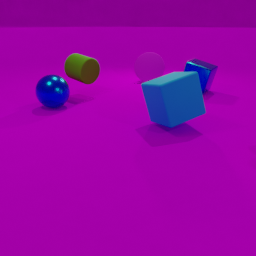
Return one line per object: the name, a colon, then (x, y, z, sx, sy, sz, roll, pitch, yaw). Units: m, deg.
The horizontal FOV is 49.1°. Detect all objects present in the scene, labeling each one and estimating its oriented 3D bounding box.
cylinder: (-1.614, -2.085, 9.865, 0.913, 0.913, 0.913, 25, 32, 36)
cube: (2.638, -1.937, 10.468, 0.964, 0.964, 0.964, 26, 31, 22)
ball: (-2.324, -1.132, 8.657, 1.034, 1.034, 1.034, 0, 22, 0)
cube: (1.121, -0.745, 7.025, 1.064, 1.064, 1.064, -22, 17, -17)
cone: (0.996, -2.541, 12.612, 1.313, 1.313, 1.318, 3, -5, 8)
